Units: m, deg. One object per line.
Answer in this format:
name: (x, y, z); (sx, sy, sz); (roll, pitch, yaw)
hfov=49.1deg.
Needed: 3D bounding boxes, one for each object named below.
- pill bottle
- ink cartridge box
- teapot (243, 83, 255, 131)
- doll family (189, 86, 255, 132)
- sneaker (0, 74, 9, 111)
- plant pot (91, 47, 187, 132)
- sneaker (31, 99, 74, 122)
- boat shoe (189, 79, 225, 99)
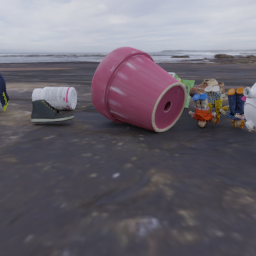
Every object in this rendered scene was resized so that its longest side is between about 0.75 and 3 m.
pill bottle: (-2.554, -1.038, 9.780); (1.378, 0.781, 0.781); (2, 15, 7)
ink cartridge box: (1.277, -1.458, 10.450); (2.107, 1.094, 0.625); (11, -10, 32)
teapot: (2.525, -0.252, 4.942); (0.944, 1.292, 1.276); (-35, -4, 4)
doll family: (2.572, -0.475, 7.176); (1.906, 1.183, 0.859); (6, 44, 28)
sneaker: (-4.298, -1.155, 8.946); (0.695, 1.691, 0.625); (15, 54, -6)
plant pot: (0.388, -0.865, 7.299); (1.853, 2.070, 2.070); (32, 32, 35)
sneaker: (-2.106, -0.494, 7.755); (1.204, 0.639, 0.450); (-2, 0, 1)
boat shoe: (2.305, -1.146, 8.139); (0.621, 0.589, 1.641); (11, 11, 40)
